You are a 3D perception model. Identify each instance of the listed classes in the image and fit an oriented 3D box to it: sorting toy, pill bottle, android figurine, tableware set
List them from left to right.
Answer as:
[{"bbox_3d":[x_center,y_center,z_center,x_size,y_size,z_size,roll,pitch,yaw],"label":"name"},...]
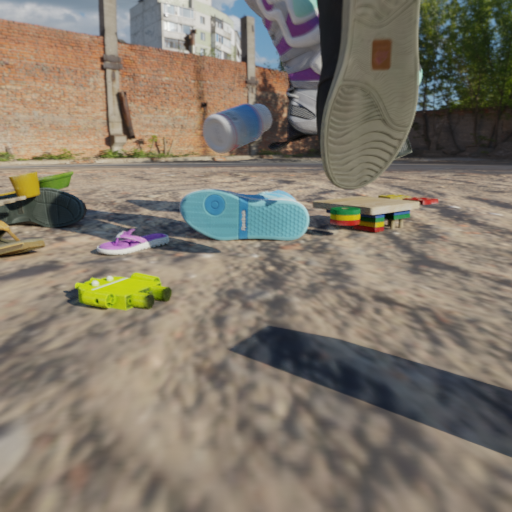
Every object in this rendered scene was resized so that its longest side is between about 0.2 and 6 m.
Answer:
[{"bbox_3d":[-6.563,-1.510,13.291,4.180,0.641,2.816,-6,14,25],"label":"tableware set"},{"bbox_3d":[-1.724,0.443,7.098,1.218,0.250,1.108,8,14,26],"label":"android figurine"},{"bbox_3d":[-0.268,-2.077,8.965,0.616,0.616,1.132,10,30,39],"label":"pill bottle"},{"bbox_3d":[2.606,-0.982,12.994,3.645,0.617,1.757,-11,16,-40],"label":"sorting toy"}]

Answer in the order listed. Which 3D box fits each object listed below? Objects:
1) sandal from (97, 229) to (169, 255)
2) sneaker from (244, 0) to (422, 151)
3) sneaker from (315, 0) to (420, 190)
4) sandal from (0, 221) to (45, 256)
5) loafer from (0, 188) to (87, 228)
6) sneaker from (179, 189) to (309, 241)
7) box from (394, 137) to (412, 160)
[{"bbox_3d":[-2.298,-0.320,10.369,0.648,0.391,1.593,8,14,33],"label":"sandal"},{"bbox_3d":[0.707,-2.964,9.480,3.518,2.461,1.367,40,26,17],"label":"sneaker"},{"bbox_3d":[1.376,-2.653,7.672,1.218,3.256,1.729,1,23,-11],"label":"sneaker"},{"bbox_3d":[-4.803,-0.353,9.950,2.315,0.625,0.930,6,13,27],"label":"sandal"},{"bbox_3d":[-5.140,-1.126,13.192,2.544,0.914,0.800,0,5,8],"label":"loafer"},{"bbox_3d":[-0.243,-0.925,11.851,2.611,1.038,1.704,9,14,-1],"label":"sneaker"},{"bbox_3d":[2.415,-3.278,11.973,0.911,2.116,1.733,-22,38,13],"label":"box"}]
